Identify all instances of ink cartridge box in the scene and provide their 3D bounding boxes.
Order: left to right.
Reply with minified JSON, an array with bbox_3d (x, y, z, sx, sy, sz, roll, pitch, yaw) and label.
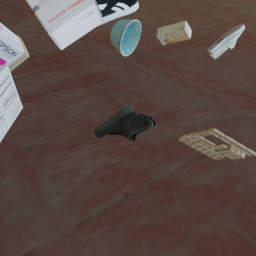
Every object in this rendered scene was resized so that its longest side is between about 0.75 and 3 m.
[{"bbox_3d":[-2.987,-1.529,5.330,1.381,1.676,0.630,-35,68,7],"label":"ink cartridge box"},{"bbox_3d":[-1.580,-2.916,6.599,1.267,0.738,1.740,-34,68,-1],"label":"ink cartridge box"}]

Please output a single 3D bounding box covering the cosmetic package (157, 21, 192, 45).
[{"bbox_3d":[1.385,-2.844,8.427,0.927,0.488,0.330,-3,68,35],"label":"cosmetic package"}]

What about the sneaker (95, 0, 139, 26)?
[{"bbox_3d":[-0.637,-4.082,8.683,0.888,1.359,2.430,14,41,43],"label":"sneaker"}]

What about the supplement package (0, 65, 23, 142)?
[{"bbox_3d":[-2.744,-0.331,4.449,1.575,0.873,1.226,0,39,5],"label":"supplement package"}]

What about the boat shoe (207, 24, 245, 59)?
[{"bbox_3d":[2.645,-2.256,7.409,1.103,0.385,0.391,-40,23,8],"label":"boat shoe"}]

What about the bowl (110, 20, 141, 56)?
[{"bbox_3d":[-0.135,-2.920,8.811,0.601,1.150,1.150,30,45,20],"label":"bowl"}]

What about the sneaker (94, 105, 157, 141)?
[{"bbox_3d":[-0.056,0.019,3.626,0.426,0.817,0.245,58,24,11],"label":"sneaker"}]

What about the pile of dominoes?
[{"bbox_3d":[1.327,0.219,4.217,1.034,0.806,0.165,27,68,-27],"label":"pile of dominoes"}]
